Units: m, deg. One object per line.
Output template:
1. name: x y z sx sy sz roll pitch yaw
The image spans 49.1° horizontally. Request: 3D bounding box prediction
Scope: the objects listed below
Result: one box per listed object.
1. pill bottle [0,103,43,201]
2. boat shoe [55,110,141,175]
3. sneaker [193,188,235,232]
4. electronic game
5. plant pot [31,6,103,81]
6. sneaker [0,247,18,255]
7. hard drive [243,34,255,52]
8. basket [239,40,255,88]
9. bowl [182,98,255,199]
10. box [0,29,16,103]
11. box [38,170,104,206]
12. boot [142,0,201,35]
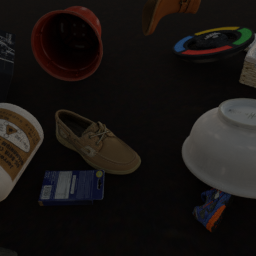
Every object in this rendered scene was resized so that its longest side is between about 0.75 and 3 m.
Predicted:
1. pill bottle: -3.006 0.769 5.951 1.468 1.468 2.567 9 43 10
2. boat shoe: -0.850 0.310 6.935 2.564 0.827 0.914 23 47 23
3. sneaker: 1.874 1.446 5.921 0.586 0.562 1.493 25 46 29
4. electronic game: 3.110 -3.182 10.410 2.942 0.612 2.942 -12 31 8
5. plant pot: -1.911 -3.190 9.925 2.316 2.316 2.252 2 34 2
6. sneaker: -2.545 2.402 4.366 2.124 0.807 0.964 -25 48 26
7. hard drive: 5.802 -3.142 11.131 2.121 0.279 1.399 28 49 28
8. basket: 4.630 -2.177 9.479 1.181 1.075 1.743 24 48 22
9. bowl: 2.688 0.166 6.389 2.827 1.271 2.827 -1 30 1
10. box: -4.830 -2.077 8.403 2.472 1.413 2.715 13 36 -30
11. box: -1.221 1.323 6.273 1.375 0.223 0.833 -2 43 0
12. boot: 1.223 -3.347 7.708 1.432 1.844 0.707 6 19 -28
